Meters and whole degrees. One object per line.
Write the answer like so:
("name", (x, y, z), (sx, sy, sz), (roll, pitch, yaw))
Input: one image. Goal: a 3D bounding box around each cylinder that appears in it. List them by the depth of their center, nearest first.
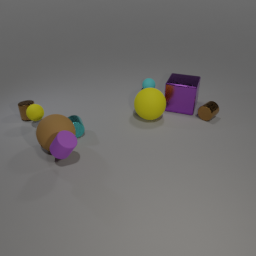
("cylinder", (-2.121, 0.557, 9.205), (0.700, 0.700, 0.700), (23, 42, -22))
("cylinder", (-2.149, -0.067, 11.298), (0.700, 0.700, 0.700), (-9, 30, -14))
("cylinder", (-4.464, -0.796, 12.446), (0.700, 0.700, 0.700), (-3, 26, 2))
("cylinder", (3.580, -0.766, 12.453), (0.700, 0.700, 0.700), (26, 41, 35))

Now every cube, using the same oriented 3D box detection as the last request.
("cube", (2.537, -1.615, 13.145), (1.400, 1.400, 1.400), (11, 34, 16))

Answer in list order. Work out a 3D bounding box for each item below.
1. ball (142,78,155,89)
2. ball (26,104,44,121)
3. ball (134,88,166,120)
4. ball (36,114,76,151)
("ball", (1.107, -2.292, 14.865), (0.700, 0.700, 0.700), (0, 32, 0))
("ball", (-3.807, -0.633, 11.502), (0.700, 0.700, 0.700), (0, 32, 0))
("ball", (0.962, -1.058, 12.259), (1.400, 1.400, 1.400), (0, 32, 0))
("ball", (-2.632, 0.188, 10.258), (1.400, 1.400, 1.400), (0, 32, 0))
